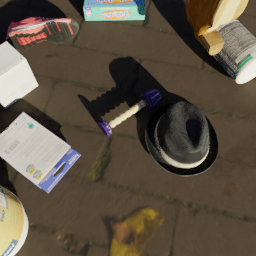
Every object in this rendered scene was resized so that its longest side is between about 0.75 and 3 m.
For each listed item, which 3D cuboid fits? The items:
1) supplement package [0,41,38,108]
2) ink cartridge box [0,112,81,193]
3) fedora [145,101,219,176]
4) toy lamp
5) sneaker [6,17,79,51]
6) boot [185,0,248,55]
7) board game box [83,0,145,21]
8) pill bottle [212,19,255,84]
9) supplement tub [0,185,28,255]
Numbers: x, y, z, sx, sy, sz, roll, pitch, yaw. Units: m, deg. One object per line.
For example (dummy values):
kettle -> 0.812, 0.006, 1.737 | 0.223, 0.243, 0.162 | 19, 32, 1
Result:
supplement package -> -3.735, -1.605, 8.607 | 0.996, 1.354, 1.295 | 42, 70, 18
ink cartridge box -> -2.601, 0.690, 7.948 | 2.329, 0.489, 1.390 | 32, 68, 18
fedora -> 1.574, 0.103, 7.900 | 2.366, 1.081, 2.366 | 0, 63, 0
toy lamp -> 0.112, -0.503, 8.508 | 2.096, 0.610, 0.610 | -34, 68, -13
sneaker -> -3.038, -3.585, 9.850 | 2.535, 0.934, 1.100 | -12, 63, -6
boot -> 2.174, -3.362, 7.470 | 0.881, 2.503, 1.792 | -17, 64, -10
board game box -> -0.519, -5.506, 10.955 | 2.263, 0.669, 2.975 | 0, 63, 0
pill bottle -> 3.417, -2.689, 9.188 | 1.296, 1.296, 2.291 | -26, 67, -12
supplement tub -> -3.389, 2.044, 6.041 | 1.912, 2.643, 1.912 | -1, 63, 1
